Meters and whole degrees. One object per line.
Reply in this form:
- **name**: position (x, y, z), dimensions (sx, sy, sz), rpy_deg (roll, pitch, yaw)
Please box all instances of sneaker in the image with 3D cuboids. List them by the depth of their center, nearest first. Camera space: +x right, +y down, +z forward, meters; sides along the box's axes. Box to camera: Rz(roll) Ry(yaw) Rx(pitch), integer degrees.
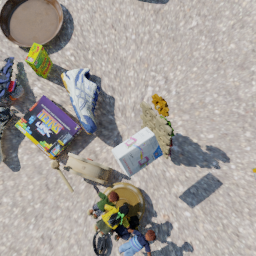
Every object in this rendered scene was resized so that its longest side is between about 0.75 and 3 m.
- **sneaker**: position (-4.388, -0.009, 9.320), dimensions (1.437, 0.881, 2.207), rpy_deg (-32, 70, 10)
- **sneaker**: position (-1.392, -1.026, 9.440), dimensions (1.121, 0.957, 2.543), rpy_deg (-20, 69, -9)

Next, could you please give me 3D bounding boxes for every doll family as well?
- **doll family**: position (-0.142, 2.810, 8.099), dimensions (1.303, 0.885, 2.254), rpy_deg (-41, 102, 17)

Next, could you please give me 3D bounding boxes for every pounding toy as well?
- **pounding toy**: position (-1.567, 1.499, 9.092), dimensions (2.001, 1.144, 1.148), rpy_deg (22, 81, -15)

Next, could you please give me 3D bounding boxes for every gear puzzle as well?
- **gear puzzle**: position (0.929, -0.175, 8.434), dimensions (0.367, 2.801, 1.451), rpy_deg (-34, 63, -15)

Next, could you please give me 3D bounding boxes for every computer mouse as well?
- **computer mouse**: position (-0.628, 3.031, 9.143), dimensions (0.669, 0.389, 2.284), rpy_deg (20, 86, 0)

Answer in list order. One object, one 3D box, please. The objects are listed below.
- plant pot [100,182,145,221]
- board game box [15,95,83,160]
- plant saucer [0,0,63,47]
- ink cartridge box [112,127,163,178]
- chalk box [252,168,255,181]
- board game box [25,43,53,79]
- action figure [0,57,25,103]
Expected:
- **plant pot**: position (-0.185, 2.498, 8.989), dimensions (1.492, 0.205, 1.492), rpy_deg (0, 81, 0)
- **board game box**: position (-2.683, -0.019, 9.577), dimensions (1.767, 0.501, 1.460), rpy_deg (40, 86, 7)
- **plant saucer**: position (-3.559, -4.021, 10.436), dimensions (2.366, 0.407, 2.366), rpy_deg (0, 80, 1)
- **ink cartridge box**: position (0.252, 0.639, 7.286), dimensions (1.126, 0.814, 0.477), rpy_deg (-33, 38, -7)
- **chalk box**: position (4.894, 1.566, 9.185), dimensions (1.204, 0.746, 0.752), rpy_deg (-8, 78, -3)
- **board game box**: position (-3.017, -2.267, 9.608), dimensions (0.321, 1.349, 0.685), rpy_deg (22, 80, 4)
- **action figure**: position (-4.598, -1.582, 9.856), dimensions (1.988, 1.075, 2.055), rpy_deg (13, 55, -5)
